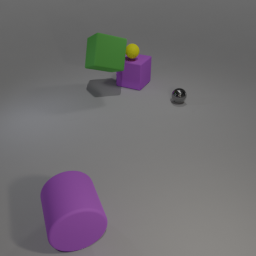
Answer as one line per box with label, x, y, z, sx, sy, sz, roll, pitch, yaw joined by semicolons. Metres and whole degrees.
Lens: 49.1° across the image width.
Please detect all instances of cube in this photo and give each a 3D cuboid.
cube;-1.014;-3.312;12.520;1.400;1.400;1.400;3;6;-26
cube;0.309;-2.970;14.605;1.400;1.400;1.400;15;36;21

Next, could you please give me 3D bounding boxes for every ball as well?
ball;2.369;-1.502;12.991;0.700;0.700;0.700;0;33;0
ball;0.208;-3.756;13.679;0.700;0.700;0.700;0;33;0

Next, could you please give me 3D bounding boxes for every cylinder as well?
cylinder;-1.373;2.028;6.963;1.400;1.400;1.400;-12;36;-18
